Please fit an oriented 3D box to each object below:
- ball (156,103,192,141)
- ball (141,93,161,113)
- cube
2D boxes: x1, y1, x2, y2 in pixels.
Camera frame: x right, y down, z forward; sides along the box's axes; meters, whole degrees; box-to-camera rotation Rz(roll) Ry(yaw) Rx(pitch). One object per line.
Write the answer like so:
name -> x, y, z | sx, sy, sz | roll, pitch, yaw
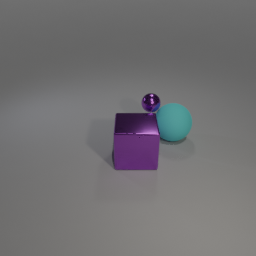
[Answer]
ball -> 1.652, -0.214, 10.328 | 1.400, 1.400, 1.400 | 0, 30, 0
ball -> 0.833, -0.911, 10.158 | 0.700, 0.700, 0.700 | 0, 30, 0
cube -> 0.266, 0.420, 9.269 | 1.400, 1.400, 1.400 | 0, 30, 0
